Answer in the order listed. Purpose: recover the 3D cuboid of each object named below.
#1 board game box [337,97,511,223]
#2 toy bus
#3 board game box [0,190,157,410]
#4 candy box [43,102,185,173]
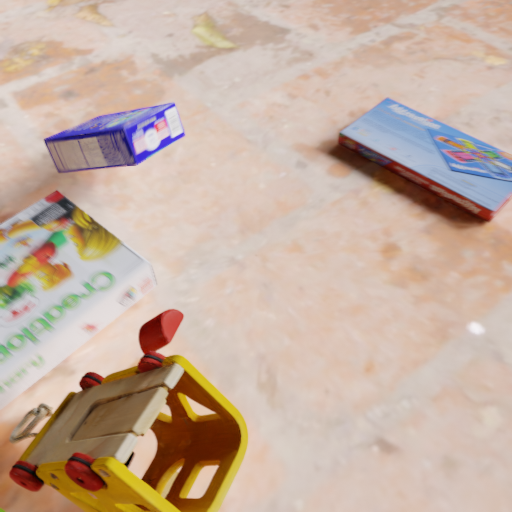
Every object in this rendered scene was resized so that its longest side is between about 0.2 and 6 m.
[{"bbox_3d":[3.498,-2.011,11.072,3.403,0.331,1.752,35,59,27],"label":"board game box"},{"bbox_3d":[-1.493,2.257,6.346,2.837,1.554,3.007,-41,17,2],"label":"toy bus"},{"bbox_3d":[-3.803,0.797,8.368,2.488,0.682,3.942,34,59,26],"label":"board game box"},{"bbox_3d":[-2.567,-2.154,10.257,1.916,0.738,1.620,1,29,29],"label":"candy box"}]
